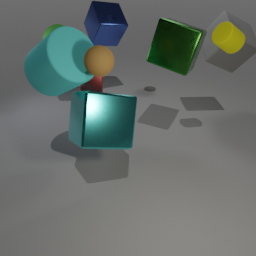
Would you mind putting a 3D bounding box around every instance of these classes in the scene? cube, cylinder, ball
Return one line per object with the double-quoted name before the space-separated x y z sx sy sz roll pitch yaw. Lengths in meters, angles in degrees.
"cube" 1.624 -2.710 9.247 1.400 1.400 1.400 24 26 12
"cylinder" -1.719 -1.649 7.168 1.400 1.400 1.400 -14 12 47
"cube" 3.798 -3.224 10.595 1.400 1.400 1.400 15 53 -25
"cylinder" 2.960 -2.658 8.267 0.700 0.700 0.700 18 16 -37
"ball" -0.661 -1.526 6.391 0.700 0.700 0.700 0 30 0
"cube" -1.195 -1.419 9.078 0.700 0.700 0.700 -2 19 -9
"cylinder" -2.876 -3.674 12.066 1.400 1.400 1.400 -11 28 -18
"cube" -0.727 -0.229 7.563 1.400 1.400 1.400 3 5 -26
"cube" -1.053 -4.813 13.023 1.400 1.400 1.400 -9 68 -30
